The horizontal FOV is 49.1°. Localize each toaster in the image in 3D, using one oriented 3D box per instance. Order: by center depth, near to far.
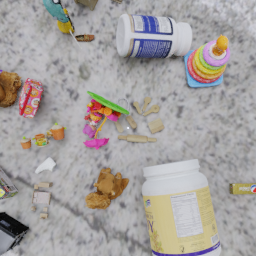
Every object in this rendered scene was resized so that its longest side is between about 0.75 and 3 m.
[{"bbox_3d":[-4.203,3.446,9.322,1.412,1.277,0.838,31,83,4],"label":"toaster"}]

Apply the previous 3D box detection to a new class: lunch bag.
[{"bbox_3d":[-3.459,-0.982,9.867,0.604,1.475,1.299,16,108,-27],"label":"lunch bag"}]

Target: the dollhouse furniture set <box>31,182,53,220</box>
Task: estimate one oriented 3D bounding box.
[{"bbox_3d":[-3.090,2.527,9.826,0.649,0.554,1.252,5,82,1],"label":"dollhouse furniture set"}]

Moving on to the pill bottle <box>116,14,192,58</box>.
[{"bbox_3d":[0.915,-3.235,10.033,2.483,1.437,1.437,-1,81,-16],"label":"pill bottle"}]

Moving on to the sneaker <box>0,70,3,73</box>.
[{"bbox_3d":[-5.386,-1.819,10.334,1.557,0.775,0.541,-20,83,-4],"label":"sneaker"}]

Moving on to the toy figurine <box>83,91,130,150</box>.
[{"bbox_3d":[-1.121,-0.174,9.963,1.913,1.436,1.761,33,101,34],"label":"toy figurine"}]

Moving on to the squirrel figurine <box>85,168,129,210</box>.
[{"bbox_3d":[-0.743,2.125,9.429,1.095,1.444,1.548,29,83,4],"label":"squirrel figurine"}]

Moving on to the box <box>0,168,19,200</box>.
[{"bbox_3d":[-4.669,1.601,9.710,0.332,1.052,1.912,-41,83,-6],"label":"box"}]

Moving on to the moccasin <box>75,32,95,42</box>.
[{"bbox_3d":[-1.671,-3.520,10.832,0.760,0.293,0.278,2,82,0],"label":"moccasin"}]

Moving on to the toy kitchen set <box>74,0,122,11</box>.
[{"bbox_3d":[-0.940,-5.597,10.353,1.656,1.832,2.030,25,85,2],"label":"toy kitchen set"}]

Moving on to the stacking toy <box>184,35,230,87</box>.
[{"bbox_3d":[2.888,-2.447,9.519,1.410,2.570,1.491,-6,81,-1],"label":"stacking toy"}]

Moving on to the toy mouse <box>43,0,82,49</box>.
[{"bbox_3d":[-2.662,-4.525,9.886,0.558,2.565,2.886,-22,68,2],"label":"toy mouse"}]

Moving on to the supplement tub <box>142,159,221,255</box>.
[{"bbox_3d":[1.621,2.602,9.003,2.158,2.158,2.968,-10,82,-1],"label":"supplement tub"}]

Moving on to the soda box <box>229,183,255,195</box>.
[{"bbox_3d":[4.236,2.162,9.971,1.149,0.368,0.389,-1,81,0],"label":"soda box"}]

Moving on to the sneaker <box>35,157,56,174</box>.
[{"bbox_3d":[-2.950,1.460,10.119,0.441,0.281,0.763,44,83,9],"label":"sneaker"}]

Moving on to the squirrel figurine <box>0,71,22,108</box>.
[{"bbox_3d":[-4.825,-1.644,10.056,1.820,1.288,1.698,3,74,-34],"label":"squirrel figurine"}]

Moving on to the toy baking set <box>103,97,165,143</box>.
[{"bbox_3d":[0.214,-0.314,10.415,2.269,0.264,1.742,0,79,0],"label":"toy baking set"}]

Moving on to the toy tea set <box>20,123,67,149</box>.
[{"bbox_3d":[-2.911,0.220,9.610,0.950,1.598,0.591,5,112,34],"label":"toy tea set"}]
